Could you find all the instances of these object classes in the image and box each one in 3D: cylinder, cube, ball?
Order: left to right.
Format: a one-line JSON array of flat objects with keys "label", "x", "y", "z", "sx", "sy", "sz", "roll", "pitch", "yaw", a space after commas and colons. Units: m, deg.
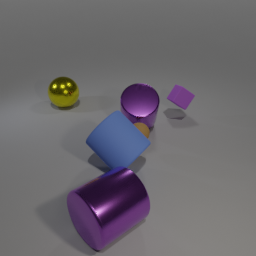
[{"label": "ball", "x": -2.901, "y": -1.616, "z": 12.637, "sx": 1.400, "sy": 1.400, "sz": 1.400, "roll": 0, "pitch": 29, "yaw": 0}, {"label": "cylinder", "x": -0.451, "y": 1.784, "z": 6.437, "sx": 1.400, "sy": 1.400, "sz": 1.400, "roll": -23, "pitch": 36, "yaw": -36}, {"label": "cylinder", "x": -0.288, "y": 0.440, "z": 8.334, "sx": 1.400, "sy": 1.400, "sz": 1.400, "roll": 45, "pitch": 41, "yaw": 5}, {"label": "ball", "x": 0.373, "y": 0.167, "z": 9.379, "sx": 0.700, "sy": 0.700, "sz": 0.700, "roll": 0, "pitch": 29, "yaw": 0}, {"label": "cylinder", "x": 0.420, "y": -0.729, "z": 10.504, "sx": 1.400, "sy": 1.400, "sz": 1.400, "roll": 0, "pitch": 67, "yaw": 0}, {"label": "cube", "x": 2.137, "y": -1.260, "z": 11.383, "sx": 0.700, "sy": 0.700, "sz": 0.700, "roll": 31, "pitch": 7, "yaw": -20}]
